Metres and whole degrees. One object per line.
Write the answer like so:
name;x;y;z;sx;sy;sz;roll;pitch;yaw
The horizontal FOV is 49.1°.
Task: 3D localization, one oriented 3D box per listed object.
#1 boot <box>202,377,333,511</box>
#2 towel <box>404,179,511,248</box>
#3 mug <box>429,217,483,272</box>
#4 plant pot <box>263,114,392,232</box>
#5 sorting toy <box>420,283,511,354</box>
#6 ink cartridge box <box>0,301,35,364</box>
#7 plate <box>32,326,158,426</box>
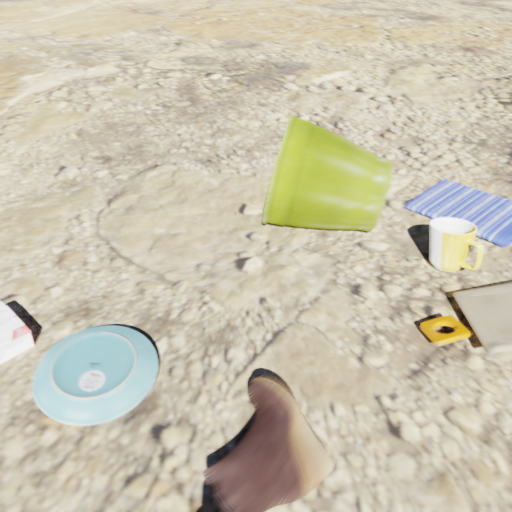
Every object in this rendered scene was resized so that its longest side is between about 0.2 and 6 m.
boot;-0.042;2.270;6.770;1.390;0.605;1.672;-17;42;-28
towel;4.586;-0.930;11.888;1.673;0.276;2.311;-30;43;-34
mug;3.493;-0.131;10.049;0.813;0.834;1.015;2;25;1
plant pot;1.462;-1.435;11.133;2.162;2.245;2.245;16;36;4
sorting toy;4.079;0.977;8.707;3.032;0.413;1.707;-9;27;3
ink cartridge box;-3.958;1.166;8.656;0.596;0.345;1.023;-28;45;-35
plate;-2.291;1.593;7.969;1.766;0.226;1.766;0;40;0
